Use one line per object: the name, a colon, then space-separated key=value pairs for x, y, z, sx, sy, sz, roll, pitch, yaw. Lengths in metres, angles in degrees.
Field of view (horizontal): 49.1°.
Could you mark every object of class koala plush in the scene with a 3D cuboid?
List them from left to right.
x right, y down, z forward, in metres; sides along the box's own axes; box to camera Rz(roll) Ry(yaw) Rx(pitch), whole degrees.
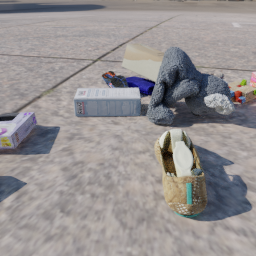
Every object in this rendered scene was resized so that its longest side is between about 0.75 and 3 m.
koala plush: x=2.012 y=-1.149 z=8.457 sx=2.363 sy=2.172 sz=2.096 roll=17 pitch=30 yaw=6

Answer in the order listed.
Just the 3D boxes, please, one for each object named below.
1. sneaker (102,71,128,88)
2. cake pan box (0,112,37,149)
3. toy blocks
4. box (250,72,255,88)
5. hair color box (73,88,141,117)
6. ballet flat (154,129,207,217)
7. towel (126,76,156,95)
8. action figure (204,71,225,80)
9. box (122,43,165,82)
sneaker: x=-0.413 y=-1.677 z=10.711 sx=0.602 sy=0.627 sz=1.598 roll=-34 pitch=40 yaw=-8
cake pan box: x=-3.401 y=0.054 z=7.437 sx=1.503 sy=0.427 sz=1.632 roll=-1 pitch=24 yaw=5
toy blocks: x=3.883 y=-1.258 z=10.040 sx=0.938 sy=0.686 sz=1.372 roll=-21 pitch=31 yaw=-14
box: x=5.134 y=-1.347 z=9.789 sx=0.830 sy=0.900 sz=1.754 roll=-6 pitch=28 yaw=-12
hair color box: x=-0.648 y=-0.858 z=9.123 sx=2.079 sy=0.630 sz=1.029 roll=0 pitch=27 yaw=-2
ballet flat: x=1.115 y=0.576 z=5.976 sx=1.014 sy=0.939 sz=2.876 roll=-4 pitch=26 yaw=-1
towel: x=0.529 y=-1.682 z=11.073 sx=1.573 sy=0.390 sz=1.161 roll=22 pitch=28 yaw=37
action figure: x=3.335 y=-1.905 z=11.121 sx=0.819 sy=0.703 sz=1.378 roll=8 pitch=25 yaw=-8
box: x=1.058 y=-2.374 z=10.614 sx=2.337 sy=0.909 sz=1.110 roll=28 pitch=30 yaw=21
